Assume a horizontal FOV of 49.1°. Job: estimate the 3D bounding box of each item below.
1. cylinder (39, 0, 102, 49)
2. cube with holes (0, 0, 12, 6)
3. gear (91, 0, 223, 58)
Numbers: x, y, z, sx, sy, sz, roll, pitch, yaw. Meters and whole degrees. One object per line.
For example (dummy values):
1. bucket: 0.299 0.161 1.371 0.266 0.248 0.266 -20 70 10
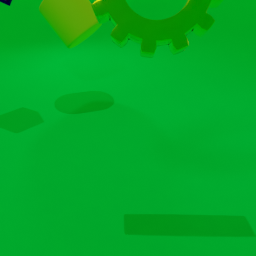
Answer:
1. cylinder: -1.690 -3.366 8.431 1.376 1.376 1.376 -36 12 9
2. cube with holes: -3.439 -3.915 7.347 0.830 0.830 0.830 12 32 -43
3. gear: 0.426 -2.106 4.222 1.980 1.980 0.366 1 5 1
